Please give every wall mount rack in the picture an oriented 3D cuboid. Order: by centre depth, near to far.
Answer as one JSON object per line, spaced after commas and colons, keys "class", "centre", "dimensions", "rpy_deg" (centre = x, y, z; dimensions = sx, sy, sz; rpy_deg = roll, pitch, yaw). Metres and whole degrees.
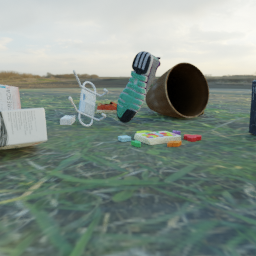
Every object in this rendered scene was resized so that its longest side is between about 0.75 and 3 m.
{"class": "wall mount rack", "centre": [-1.582, -1.160, 10.569], "dimensions": [1.759, 2.024, 0.755], "rpy_deg": [24, -35, -37]}

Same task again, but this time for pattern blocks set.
{"class": "pattern blocks set", "centre": [0.937, 0.280, 8.693], "dimensions": [2.247, 0.182, 1.975], "rpy_deg": [-9, 13, -38]}

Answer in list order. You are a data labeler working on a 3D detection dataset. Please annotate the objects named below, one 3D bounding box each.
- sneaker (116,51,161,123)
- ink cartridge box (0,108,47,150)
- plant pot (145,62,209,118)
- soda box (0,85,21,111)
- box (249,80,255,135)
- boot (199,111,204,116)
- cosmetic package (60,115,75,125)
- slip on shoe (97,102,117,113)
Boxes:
{"class": "sneaker", "centre": [0.554, -1.518, 11.148], "dimensions": [1.084, 2.913, 1.275], "rpy_deg": [35, 23, 31]}
{"class": "ink cartridge box", "centre": [-3.204, 0.096, 6.903], "dimensions": [2.069, 0.872, 1.510], "rpy_deg": [-6, -4, -30]}
{"class": "plant pot", "centre": [2.095, -1.637, 13.877], "dimensions": [2.553, 2.553, 2.731], "rpy_deg": [-6, -1, -29]}
{"class": "soda box", "centre": [-4.413, -0.455, 8.248], "dimensions": [2.810, 0.893, 0.961], "rpy_deg": [-15, -9, 31]}
{"class": "box", "centre": [4.729, -0.560, 8.628], "dimensions": [1.142, 1.843, 1.811], "rpy_deg": [0, 10, -2]}
{"class": "boot", "centre": [3.699, -0.937, 14.741], "dimensions": [1.124, 0.424, 1.283], "rpy_deg": [8, 12, 38]}
{"class": "cosmetic package", "centre": [-2.540, -0.340, 11.843], "dimensions": [0.447, 0.274, 1.084], "rpy_deg": [-1, 10, -2]}
{"class": "slip on shoe", "centre": [-0.806, -1.166, 15.508], "dimensions": [1.941, 0.594, 0.719], "rpy_deg": [-4, 9, -27]}
